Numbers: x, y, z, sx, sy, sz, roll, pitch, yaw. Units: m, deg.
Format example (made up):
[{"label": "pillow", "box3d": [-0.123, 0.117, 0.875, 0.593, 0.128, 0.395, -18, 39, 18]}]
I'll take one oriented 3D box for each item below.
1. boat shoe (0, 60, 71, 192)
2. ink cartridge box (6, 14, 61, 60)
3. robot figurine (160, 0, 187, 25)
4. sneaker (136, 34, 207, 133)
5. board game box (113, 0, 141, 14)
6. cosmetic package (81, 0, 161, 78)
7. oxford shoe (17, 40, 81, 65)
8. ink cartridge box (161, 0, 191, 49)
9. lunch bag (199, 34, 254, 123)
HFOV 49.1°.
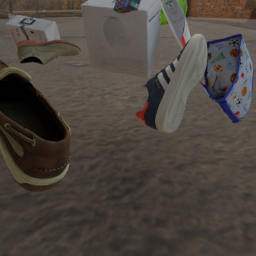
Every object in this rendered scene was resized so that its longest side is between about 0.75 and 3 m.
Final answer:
[{"label": "boat shoe", "box3d": [-1.615, -0.461, 3.918, 2.715, 1.004, 1.003, 45, 42, 19]}, {"label": "ink cartridge box", "box3d": [-3.305, -3.096, 9.532, 1.959, 1.135, 0.654, 15, 53, 18]}, {"label": "robot figurine", "box3d": [1.541, -4.725, 11.125, 1.951, 1.711, 1.128, -23, 4, -35]}, {"label": "sneaker", "box3d": [0.693, -0.812, 4.656, 0.761, 0.675, 1.800, 15, 70, 41]}, {"label": "board game box", "box3d": [0.131, -3.409, 6.540, 0.231, 1.340, 0.907, 15, 8, -31]}, {"label": "cosmetic package", "box3d": [-0.147, -3.018, 9.123, 2.158, 2.164, 1.331, 14, 43, 19]}, {"label": "oxford shoe", "box3d": [-1.390, -1.300, 4.982, 1.110, 0.410, 0.393, -4, -16, -4]}, {"label": "ink cartridge box", "box3d": [1.916, -2.949, 9.267, 0.572, 2.283, 1.837, -28, -14, 14]}, {"label": "lunch bag", "box3d": [2.210, -1.010, 6.195, 0.944, 1.524, 1.295, -6, -24, 36]}]
